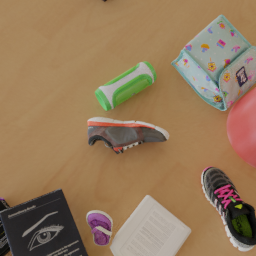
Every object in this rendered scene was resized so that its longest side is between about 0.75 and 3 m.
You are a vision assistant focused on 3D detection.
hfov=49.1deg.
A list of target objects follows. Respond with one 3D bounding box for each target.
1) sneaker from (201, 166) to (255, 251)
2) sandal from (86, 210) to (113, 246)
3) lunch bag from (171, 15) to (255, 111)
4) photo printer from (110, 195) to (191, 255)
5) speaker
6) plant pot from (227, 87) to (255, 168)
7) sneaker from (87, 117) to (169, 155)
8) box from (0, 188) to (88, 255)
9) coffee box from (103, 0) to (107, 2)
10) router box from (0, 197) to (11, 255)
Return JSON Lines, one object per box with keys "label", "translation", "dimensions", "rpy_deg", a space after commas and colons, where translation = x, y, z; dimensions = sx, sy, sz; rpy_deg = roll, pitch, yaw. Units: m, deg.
{"label": "sneaker", "translation": [2.887, 2.133, 7.736], "dimensions": [0.909, 1.077, 2.463], "rpy_deg": [-19, 69, -7]}
{"label": "sandal", "translation": [-0.689, 2.696, 7.281], "dimensions": [0.643, 1.581, 0.389], "rpy_deg": [-7, 40, 1]}
{"label": "lunch bag", "translation": [3.048, -2.045, 9.213], "dimensions": [2.099, 1.502, 2.464], "rpy_deg": [-42, 87, -16]}
{"label": "photo printer", "translation": [0.559, 3.041, 7.599], "dimensions": [1.565, 0.653, 1.882], "rpy_deg": [37, 73, 13]}
{"label": "speaker", "translation": [-0.058, -1.404, 9.273], "dimensions": [2.017, 0.892, 0.892], "rpy_deg": [-33, 72, -12]}
{"label": "plant pot", "translation": [4.590, -0.352, 7.988], "dimensions": [2.825, 2.500, 2.825], "rpy_deg": [0, 69, 0]}
{"label": "sneaker", "translation": [-0.037, 0.345, 8.614], "dimensions": [2.546, 0.981, 1.042], "rpy_deg": [7, 78, 7]}
{"label": "box", "translation": [-2.111, 2.885, 7.102], "dimensions": [1.602, 1.129, 2.164], "rpy_deg": [-17, 71, -28]}
{"label": "coffee box", "translation": [-1.391, -6.089, 11.018], "dimensions": [1.988, 1.124, 0.793], "rpy_deg": [41, 75, 16]}
{"label": "router box", "translation": [-3.912, 3.032, 7.699], "dimensions": [1.860, 0.475, 1.387], "rpy_deg": [-41, 74, -15]}
